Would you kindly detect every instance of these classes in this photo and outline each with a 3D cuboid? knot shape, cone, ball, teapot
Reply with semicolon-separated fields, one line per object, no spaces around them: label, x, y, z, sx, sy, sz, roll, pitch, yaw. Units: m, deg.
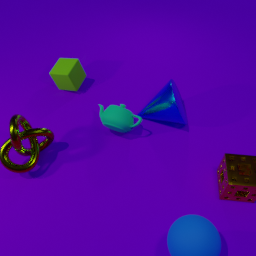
knot shape;-2.624;0.471;7.076;0.671;1.451;1.358;10;69;36
cone;0.869;-0.561;8.325;1.392;1.387;1.387;-18;47;20
ball;1.323;2.294;5.639;1.053;1.053;1.053;0;50;0
teapot;-0.299;-0.324;7.909;1.517;0.943;0.743;15;79;27

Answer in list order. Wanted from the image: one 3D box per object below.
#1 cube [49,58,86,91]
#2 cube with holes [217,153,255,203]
cube;-1.940;-1.743;9.120;0.746;0.746;0.746;9;57;24
cube with holes;2.679;1.204;6.731;0.826;0.826;0.826;5;52;4
